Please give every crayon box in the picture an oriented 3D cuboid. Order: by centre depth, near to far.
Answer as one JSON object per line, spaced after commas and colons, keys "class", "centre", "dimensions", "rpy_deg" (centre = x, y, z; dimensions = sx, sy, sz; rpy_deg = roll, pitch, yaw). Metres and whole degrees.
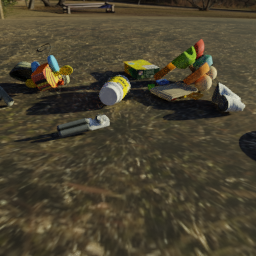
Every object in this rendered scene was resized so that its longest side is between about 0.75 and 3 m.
{"class": "crayon box", "centre": [0.566, -2.726, 12.930], "dimensions": [1.139, 0.456, 1.794], "rpy_deg": [-10, 28, -19]}

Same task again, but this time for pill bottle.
{"class": "pill bottle", "centre": [-0.455, -1.296, 9.644], "dimensions": [0.770, 0.770, 1.348], "rpy_deg": [7, 27, 14]}

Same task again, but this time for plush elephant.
{"class": "plush elephant", "centre": [-4.578, -1.047, 8.926], "dimensions": [1.017, 1.314, 1.082], "rpy_deg": [-9, 28, 25]}

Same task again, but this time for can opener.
{"class": "can opener", "centre": [-1.172, -0.020, 7.531], "dimensions": [1.431, 0.476, 0.377], "rpy_deg": [-14, 61, -20]}

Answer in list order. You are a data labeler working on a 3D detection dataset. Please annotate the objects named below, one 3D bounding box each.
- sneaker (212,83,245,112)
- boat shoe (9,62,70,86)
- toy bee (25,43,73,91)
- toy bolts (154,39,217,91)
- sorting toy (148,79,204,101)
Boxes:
{"class": "sneaker", "centre": [3.281, -0.955, 9.292], "dimensions": [0.757, 0.647, 1.737], "rpy_deg": [11, 32, -5]}
{"class": "boat shoe", "centre": [-3.543, -2.012, 11.139], "dimensions": [2.512, 0.919, 0.814], "rpy_deg": [11, 43, 19]}
{"class": "toy bee", "centre": [-2.691, -1.940, 10.027], "dimensions": [1.638, 1.360, 2.502], "rpy_deg": [-6, 41, 22]}
{"class": "toy bolts", "centre": [2.562, -2.252, 11.495], "dimensions": [2.424, 1.681, 2.315], "rpy_deg": [-41, 6, -41]}
{"class": "sorting toy", "centre": [1.657, -1.284, 10.166], "dimensions": [1.314, 0.318, 2.333], "rpy_deg": [-20, 31, -26]}
